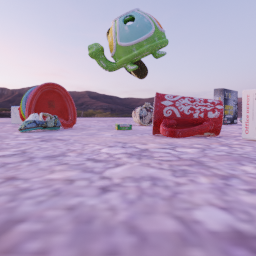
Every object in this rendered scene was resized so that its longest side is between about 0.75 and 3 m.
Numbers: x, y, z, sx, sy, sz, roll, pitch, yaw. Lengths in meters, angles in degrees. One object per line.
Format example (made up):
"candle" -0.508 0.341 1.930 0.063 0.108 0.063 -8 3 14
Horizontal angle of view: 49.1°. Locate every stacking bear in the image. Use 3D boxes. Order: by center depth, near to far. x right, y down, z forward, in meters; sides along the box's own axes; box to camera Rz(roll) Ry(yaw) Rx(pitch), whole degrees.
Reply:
"stacking bear" -3.347 -0.707 10.647 1.751 1.640 2.884 -2 -2 -34

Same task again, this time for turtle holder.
"turtle holder" 0.064 -3.067 10.176 2.628 1.866 1.997 -19 12 29

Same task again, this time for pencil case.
"pencil case" 0.756 -0.624 13.266 0.871 1.001 2.238 16 0 -7

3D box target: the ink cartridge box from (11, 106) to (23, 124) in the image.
"ink cartridge box" -4.379 -0.641 14.470 1.574 0.911 2.710 2 3 35

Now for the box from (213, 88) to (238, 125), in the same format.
"box" 5.162 -1.097 14.704 0.557 1.824 2.303 3 3 38

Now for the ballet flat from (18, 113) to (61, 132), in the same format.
"ballet flat" -2.690 -0.181 8.468 0.610 0.610 1.642 1 2 23

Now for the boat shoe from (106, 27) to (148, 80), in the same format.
"boat shoe" -0.157 -3.256 12.598 0.956 2.675 0.879 -48 22 -18

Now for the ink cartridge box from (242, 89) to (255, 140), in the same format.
"ink cartridge box" 2.779 -0.235 5.037 0.571 0.989 1.360 -1 3 -28

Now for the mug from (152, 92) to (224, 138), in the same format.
"mug" 1.365 -0.146 6.561 1.549 1.375 1.034 4 -33 7

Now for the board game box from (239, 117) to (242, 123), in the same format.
"board game box" 6.045 -0.655 13.565 1.171 0.376 0.864 -42 -3 6

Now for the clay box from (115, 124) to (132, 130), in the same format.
"clay box" -0.167 -0.046 9.439 0.498 0.206 0.867 0 3 -8
